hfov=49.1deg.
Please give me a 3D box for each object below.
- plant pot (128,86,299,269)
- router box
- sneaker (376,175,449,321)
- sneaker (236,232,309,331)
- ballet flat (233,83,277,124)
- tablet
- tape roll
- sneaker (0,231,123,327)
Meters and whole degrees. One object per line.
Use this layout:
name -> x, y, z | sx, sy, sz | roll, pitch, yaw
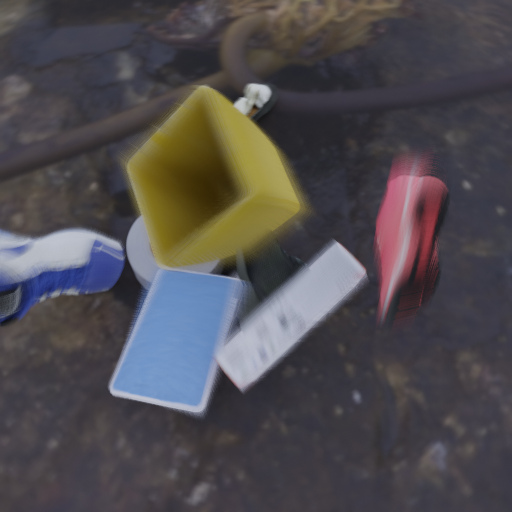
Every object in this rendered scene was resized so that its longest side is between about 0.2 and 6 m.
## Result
plant pot -> -0.465, -0.931, 7.752 | 1.762, 1.554, 1.762 | -37, 63, 31
router box -> 0.489, 0.830, 7.540 | 2.065, 1.854, 0.505 | -43, 80, -1
sneaker -> 2.112, -0.136, 8.032 | 0.791, 2.147, 0.931 | -1, 19, -27
sneaker -> 0.398, 0.117, 9.265 | 1.446, 0.965, 2.525 | -10, 64, 8
ballet flat -> -0.104, -3.019, 11.260 | 0.606, 0.609, 1.781 | 28, 65, 14
tablet -> -1.159, 1.176, 8.449 | 1.448, 0.152, 2.226 | 8, 56, 13
tape roll -> -1.370, -0.108, 9.736 | 1.675, 0.553, 1.675 | 0, 61, 0
sneaker -> -3.396, 0.374, 8.350 | 2.896, 1.170, 1.673 | 9, 27, -35
